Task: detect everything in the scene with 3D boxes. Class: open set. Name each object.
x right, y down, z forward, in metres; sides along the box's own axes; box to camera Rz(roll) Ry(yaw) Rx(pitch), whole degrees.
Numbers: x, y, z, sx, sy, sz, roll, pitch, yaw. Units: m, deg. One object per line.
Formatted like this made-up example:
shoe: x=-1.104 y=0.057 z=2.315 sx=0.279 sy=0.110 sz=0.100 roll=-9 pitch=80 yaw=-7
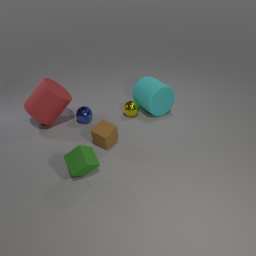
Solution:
ball: x=0.143 y=-0.849 z=12.292 sx=0.700 sy=0.700 sz=0.700 roll=0 pitch=31 yaw=0
cylinder: x=-3.240 y=-1.079 z=11.388 sx=1.400 sy=1.400 sz=1.400 roll=39 pitch=13 yaw=-10
cube: x=-1.428 y=1.024 z=8.714 sx=0.700 sy=0.700 sz=0.700 roll=61 pitch=18 yaw=22
cylinder: x=1.135 y=-1.437 z=12.554 sx=1.400 sy=1.400 sz=1.400 roll=-17 pitch=35 yaw=-26
cube: x=-0.847 y=0.239 z=10.275 sx=0.700 sy=0.700 sz=0.700 roll=25 pitch=54 yaw=26
ball: x=-1.847 y=-0.568 z=11.805 sx=0.700 sy=0.700 sz=0.700 roll=0 pitch=31 yaw=0
